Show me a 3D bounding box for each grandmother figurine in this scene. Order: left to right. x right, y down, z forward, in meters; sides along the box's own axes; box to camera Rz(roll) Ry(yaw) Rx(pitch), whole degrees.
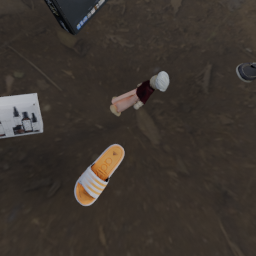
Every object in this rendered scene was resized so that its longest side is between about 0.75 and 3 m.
[{"bbox_3d":[0.285,-0.831,6.737,1.630,0.494,0.988,-28,42,31],"label":"grandmother figurine"}]

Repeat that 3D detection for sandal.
[{"bbox_3d":[-0.595,0.907,5.666,0.546,0.409,1.426,35,81,2],"label":"sandal"}]

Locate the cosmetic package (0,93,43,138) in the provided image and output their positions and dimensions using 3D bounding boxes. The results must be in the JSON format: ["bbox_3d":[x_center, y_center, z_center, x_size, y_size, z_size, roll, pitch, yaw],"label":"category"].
[{"bbox_3d":[-3.068,-0.209,6.383,2.063,0.851,0.522,-9,30,-12],"label":"cosmetic package"}]

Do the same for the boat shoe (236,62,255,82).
[{"bbox_3d":[3.192,-1.456,6.863,1.397,0.438,0.508,-11,78,-34],"label":"boat shoe"}]

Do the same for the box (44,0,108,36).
[{"bbox_3d":[-1.167,-4.435,7.695,0.640,2.354,2.939,36,80,24],"label":"box"}]
